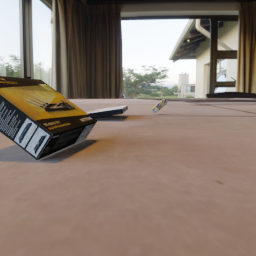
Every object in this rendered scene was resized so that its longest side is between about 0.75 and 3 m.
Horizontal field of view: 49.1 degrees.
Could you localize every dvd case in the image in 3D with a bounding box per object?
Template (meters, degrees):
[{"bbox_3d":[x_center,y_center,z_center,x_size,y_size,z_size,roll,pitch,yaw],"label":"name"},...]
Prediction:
[{"bbox_3d":[-1.017,-0.677,11.860,1.856,0.228,2.602,-7,7,6],"label":"dvd case"}]

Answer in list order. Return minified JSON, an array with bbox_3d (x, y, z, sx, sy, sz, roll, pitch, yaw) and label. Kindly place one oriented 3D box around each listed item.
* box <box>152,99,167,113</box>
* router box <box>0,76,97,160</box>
[{"bbox_3d":[1.560,-1.091,13.846,0.331,0.304,0.944,-36,2,46],"label":"box"},{"bbox_3d":[-1.760,-0.313,5.568,1.722,0.572,2.190,36,13,6],"label":"router box"}]
